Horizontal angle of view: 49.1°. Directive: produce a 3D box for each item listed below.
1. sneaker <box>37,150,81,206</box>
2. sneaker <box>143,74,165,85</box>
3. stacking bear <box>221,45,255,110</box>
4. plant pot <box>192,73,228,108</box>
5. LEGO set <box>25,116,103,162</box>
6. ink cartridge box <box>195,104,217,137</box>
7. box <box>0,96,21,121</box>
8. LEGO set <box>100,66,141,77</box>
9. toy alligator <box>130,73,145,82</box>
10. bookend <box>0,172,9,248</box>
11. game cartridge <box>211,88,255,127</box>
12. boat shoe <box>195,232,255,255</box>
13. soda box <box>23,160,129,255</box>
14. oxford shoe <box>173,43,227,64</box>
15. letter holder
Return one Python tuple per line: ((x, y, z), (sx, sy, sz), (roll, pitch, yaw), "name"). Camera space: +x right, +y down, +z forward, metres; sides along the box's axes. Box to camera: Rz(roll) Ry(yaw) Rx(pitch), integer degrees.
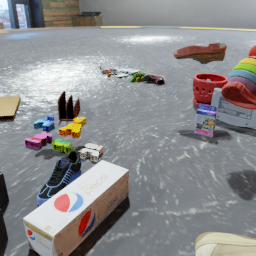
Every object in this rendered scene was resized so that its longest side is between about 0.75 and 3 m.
((-1.891, 1.322, 7.752), (0.684, 0.760, 1.950), (8, 26, 14), "sneaker")
((1.578, -2.921, 16.922), (1.362, 0.515, 0.787), (1, 28, 1), "sneaker")
((3.703, -1.663, 8.329), (1.180, 1.943, 1.105), (35, -9, -17), "stacking bear")
((3.867, -1.748, 13.383), (1.567, 1.427, 1.567), (-1, 25, 0), "plant pot")
((-2.098, 0.155, 9.810), (2.922, 1.115, 1.199), (11, 28, 19), "LEGO set")
((2.941, -0.290, 10.607), (0.718, 1.203, 0.252), (14, 29, 28), "ink cartridge box")
((-6.205, -0.897, 12.939), (2.143, 0.279, 2.621), (-5, 26, -12), "box")
((-0.660, -3.909, 18.917), (2.500, 0.614, 1.868), (-21, 29, -36), "LEGO set")
((0.870, -3.255, 17.613), (1.805, 0.490, 0.535), (-16, 30, -30), "toy alligator")
((-3.506, 1.824, 6.318), (2.390, 1.101, 2.375), (12, 28, 23), "bookend")
((4.406, -0.783, 11.447), (2.038, 1.357, 0.423), (20, 33, 34), "game cartridge")
((2.648, 2.567, 5.060), (2.788, 0.994, 0.900), (-3, 31, 14), "boat shoe")
((-1.051, 1.819, 6.610), (0.915, 0.855, 2.686), (15, 30, 29), "soda box")
((2.843, -2.834, 11.130), (2.049, 0.766, 0.722), (-2, 40, 10), "oxford shoe")
((-2.601, -1.046, 12.420), (0.706, 0.998, 1.404), (0, 25, 1), "letter holder")
